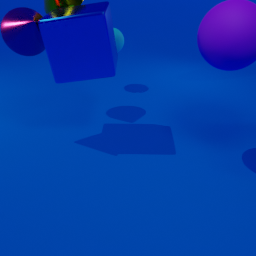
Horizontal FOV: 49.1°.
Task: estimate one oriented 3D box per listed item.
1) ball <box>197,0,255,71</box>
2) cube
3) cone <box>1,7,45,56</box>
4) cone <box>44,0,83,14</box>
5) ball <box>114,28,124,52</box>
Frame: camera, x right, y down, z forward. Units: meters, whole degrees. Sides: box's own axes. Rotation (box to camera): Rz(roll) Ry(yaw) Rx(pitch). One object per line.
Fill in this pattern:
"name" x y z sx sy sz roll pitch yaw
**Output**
"ball" 1.969 -1.737 5.302 1.282 1.282 1.282 0 31 0
"cube" -1.031 -1.971 6.395 1.374 1.374 1.374 -6 32 5
"cone" -2.071 -2.127 5.902 1.074 1.074 1.078 -16 13 -25
"cone" -1.817 -3.559 6.858 1.140 1.145 1.140 -7 63 13
"ball" -0.562 -2.998 9.631 0.859 0.859 0.859 0 31 0
